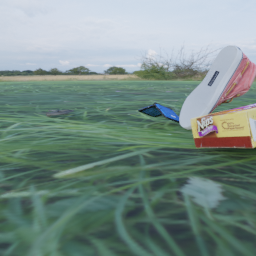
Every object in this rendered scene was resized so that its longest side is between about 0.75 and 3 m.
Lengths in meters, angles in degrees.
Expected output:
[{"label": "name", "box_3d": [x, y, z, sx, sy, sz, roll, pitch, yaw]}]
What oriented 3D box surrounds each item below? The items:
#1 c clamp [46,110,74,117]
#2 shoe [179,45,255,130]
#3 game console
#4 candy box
[{"label": "c clamp", "box_3d": [-2.820, -0.604, 11.229, 1.214, 0.192, 1.421, -2, 9, 3]}, {"label": "shoe", "box_3d": [2.793, -1.006, 8.560, 1.267, 2.786, 0.995, 22, 16, -33]}, {"label": "game console", "box_3d": [1.083, -0.384, 9.340, 1.144, 0.677, 0.976, 14, 33, -51]}, {"label": "candy box", "box_3d": [2.978, -0.164, 6.286, 2.701, 0.763, 1.576, -14, 3, -27]}]
